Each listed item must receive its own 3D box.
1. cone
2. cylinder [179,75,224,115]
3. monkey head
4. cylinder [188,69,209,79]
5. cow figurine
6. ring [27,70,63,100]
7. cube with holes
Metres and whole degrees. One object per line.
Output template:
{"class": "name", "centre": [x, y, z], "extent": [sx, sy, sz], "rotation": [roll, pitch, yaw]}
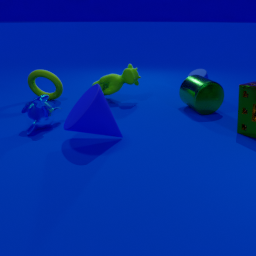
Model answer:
{"class": "cone", "centre": [-0.658, -0.145, 7.214], "extent": [1.410, 1.405, 1.405], "rotation": [37, 11, -23]}
{"class": "cylinder", "centre": [2.456, -1.138, 9.423], "extent": [1.109, 1.109, 1.109], "rotation": [-6, 24, -15]}
{"class": "monkey head", "centre": [-2.422, -0.450, 7.933], "extent": [1.016, 0.851, 1.413], "rotation": [-25, 15, 44]}
{"class": "cylinder", "centre": [2.879, -1.860, 11.283], "extent": [0.754, 0.754, 0.754], "rotation": [-18, 39, 15]}
{"class": "cow figurine", "centre": [-0.394, -1.724, 10.421], "extent": [1.539, 0.858, 1.564], "rotation": [-27, 10, -29]}
{"class": "ring", "centre": [-3.036, -1.565, 10.287], "extent": [1.325, 1.325, 0.265], "rotation": [4, 47, 10]}
{"class": "cube with holes", "centre": [3.913, -0.501, 7.377], "extent": [1.360, 1.360, 1.360], "rotation": [-14, 20, -28]}
